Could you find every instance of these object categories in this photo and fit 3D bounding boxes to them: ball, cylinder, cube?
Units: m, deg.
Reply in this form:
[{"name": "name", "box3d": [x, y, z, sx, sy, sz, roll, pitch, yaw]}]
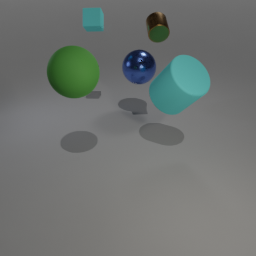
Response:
[{"name": "ball", "box3d": [-1.472, -1.503, 7.580, 1.400, 1.400, 1.400, 0, 29, 0]}, {"name": "cylinder", "box3d": [1.581, -1.313, 8.766, 1.400, 1.400, 1.400, 10, 64, -22]}, {"name": "cube", "box3d": [-1.343, -4.197, 10.886, 0.700, 0.700, 0.700, 0, 3, 4]}, {"name": "cylinder", "box3d": [0.966, -3.292, 9.169, 0.700, 0.700, 0.700, -3, 56, -5]}, {"name": "ball", "box3d": [0.457, -2.492, 11.479, 1.400, 1.400, 1.400, 0, 29, 0]}]
